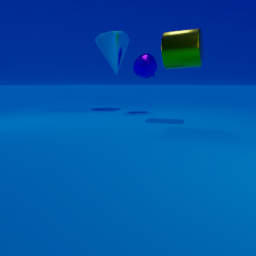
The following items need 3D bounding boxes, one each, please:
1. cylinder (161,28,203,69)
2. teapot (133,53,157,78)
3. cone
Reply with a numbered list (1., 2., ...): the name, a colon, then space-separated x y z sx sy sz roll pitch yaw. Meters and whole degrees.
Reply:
1. cylinder: 1.736 -2.484 8.857 1.157 1.157 1.157 0 9 21
2. teapot: 0.764 -2.608 11.924 0.854 1.084 1.744 49 10 29
3. cone: -0.593 -3.182 12.469 1.635 1.641 1.635 -6 -4 0
